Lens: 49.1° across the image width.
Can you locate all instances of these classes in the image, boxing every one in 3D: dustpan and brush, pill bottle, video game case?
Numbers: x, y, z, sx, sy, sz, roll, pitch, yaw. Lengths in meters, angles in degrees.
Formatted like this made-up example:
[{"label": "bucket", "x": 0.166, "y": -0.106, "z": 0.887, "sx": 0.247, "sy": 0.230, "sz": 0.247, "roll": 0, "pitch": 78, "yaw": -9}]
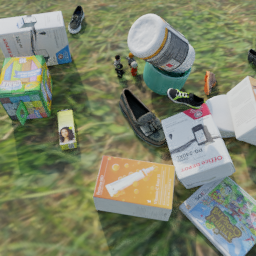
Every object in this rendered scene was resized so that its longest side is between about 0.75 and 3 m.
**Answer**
[{"label": "dustpan and brush", "x": 2.754, "y": -0.326, "z": 10.153, "sx": 2.454, "sy": 0.702, "sz": 1.713, "roll": -4, "pitch": 60, "yaw": -11}, {"label": "pill bottle", "x": 1.233, "y": -2.748, "z": 9.584, "sx": 1.412, "sy": 2.426, "sz": 1.412, "roll": -8, "pitch": 77, "yaw": 39}, {"label": "video game case", "x": 2.930, "y": 2.536, "z": 8.317, "sx": 1.918, "sy": 0.232, "sz": 2.106, "roll": -35, "pitch": 62, "yaw": -21}]

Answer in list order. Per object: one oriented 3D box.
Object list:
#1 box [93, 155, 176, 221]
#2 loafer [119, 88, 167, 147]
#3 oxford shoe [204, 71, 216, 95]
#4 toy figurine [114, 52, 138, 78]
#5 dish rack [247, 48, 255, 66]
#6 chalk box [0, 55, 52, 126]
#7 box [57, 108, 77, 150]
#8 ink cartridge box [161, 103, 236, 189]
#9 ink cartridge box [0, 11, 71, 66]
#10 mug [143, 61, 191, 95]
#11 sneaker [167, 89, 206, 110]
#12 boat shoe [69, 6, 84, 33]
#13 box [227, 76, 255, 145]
[{"label": "box", "x": 0.212, "y": 1.784, "z": 8.327, "sx": 2.194, "sy": 1.069, "sz": 1.365, "roll": 7, "pitch": 55, "yaw": 5}, {"label": "loafer", "x": 0.466, "y": -0.408, "z": 10.023, "sx": 0.910, "sy": 0.797, "sz": 2.533, "roll": -30, "pitch": 60, "yaw": -19}, {"label": "oxford shoe", "x": 3.329, "y": -1.803, "z": 11.237, "sx": 0.448, "sy": 0.438, "sz": 1.230, "roll": 12, "pitch": 56, "yaw": 3}, {"label": "toy figurine", "x": -0.097, "y": -2.645, "z": 11.660, "sx": 0.978, "sy": 0.680, "sz": 0.963, "roll": -8, "pitch": 56, "yaw": -5}, {"label": "dish rack", "x": 6.287, "y": -3.113, "z": 12.080, "sx": 2.005, "sy": 0.547, "sz": 1.538, "roll": -32, "pitch": 62, "yaw": -20}, {"label": "chalk box", "x": -3.689, "y": -1.265, "z": 10.210, "sx": 1.491, "sy": 1.498, "sz": 2.408, "roll": -6, "pitch": 56, "yaw": -4}, {"label": "box", "x": -2.178, "y": 0.019, "z": 9.986, "sx": 0.572, "sy": 0.381, "sz": 1.519, "roll": -10, "pitch": 55, "yaw": -8}, {"label": "ink cartridge box", "x": 2.183, "y": 0.560, "z": 8.938, "sx": 1.628, "sy": 0.934, "sz": 2.241, "roll": -23, "pitch": 54, "yaw": 15}, {"label": "ink cartridge box", "x": -3.802, "y": -3.532, "z": 11.525, "sx": 2.594, "sy": 1.900, "sz": 1.114, "roll": -12, "pitch": 56, "yaw": -9}, {"label": "mug", "x": 1.426, "y": -2.237, "z": 10.918, "sx": 1.671, "sy": 1.258, "sz": 2.034, "roll": 5, "pitch": 54, "yaw": -11}, {"label": "sneaker", "x": 1.680, "y": -0.911, "z": 7.990, "sx": 1.149, "sy": 0.476, "sz": 0.412, "roll": 19, "pitch": 62, "yaw": -13}, {"label": "boat shoe", "x": -2.533, "y": -5.294, "z": 13.621, "sx": 0.592, "sy": 0.489, "sz": 1.726, "roll": 5, "pitch": 55, "yaw": 4}, {"label": "box", "x": 4.474, "y": -0.492, "z": 9.577, "sx": 1.543, "sy": 1.078, "sz": 2.027, "roll": 17, "pitch": 52, "yaw": -21}]
